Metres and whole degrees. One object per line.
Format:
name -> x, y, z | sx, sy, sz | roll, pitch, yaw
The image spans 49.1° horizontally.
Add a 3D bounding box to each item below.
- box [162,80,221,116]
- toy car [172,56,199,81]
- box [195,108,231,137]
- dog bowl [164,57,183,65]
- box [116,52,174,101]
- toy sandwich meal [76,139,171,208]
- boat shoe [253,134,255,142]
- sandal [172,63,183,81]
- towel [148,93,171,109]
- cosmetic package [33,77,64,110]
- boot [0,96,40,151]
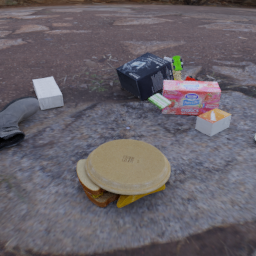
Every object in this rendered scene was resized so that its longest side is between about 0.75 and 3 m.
box -> 2.754, -1.353, 12.481 | 2.423, 1.243, 1.147 | 4, 31, 5
toy car -> 2.696, -2.864, 14.821 | 2.022, 1.903, 0.451 | -7, -10, -3
box -> 3.420, -0.249, 11.222 | 1.235, 0.602, 0.768 | -22, 37, -33
dog bowl -> 2.752, -3.978, 17.338 | 1.220, 0.481, 1.220 | 16, 19, -6
box -> 0.870, -2.672, 14.255 | 2.109, 1.238, 2.074 | -31, 39, -16
toy sandwich meal -> -0.091, 1.329, 8.328 | 2.777, 0.951, 2.777 | 3, 30, -2
boat shoe -> 5.004, 0.272, 10.585 | 0.405, 0.335, 1.083 | 30, 47, 16
sandal -> 2.415, -3.237, 15.903 | 1.121, 1.005, 3.057 | -7, 31, -11
towel -> 1.246, -1.045, 11.047 | 0.711, 0.146, 0.953 | 37, 34, 15
cosmetic package -> -3.950, -1.745, 13.717 | 1.058, 0.649, 2.564 | -12, 32, -19
boot -> -4.392, -0.089, 10.782 | 2.944, 1.028, 1.938 | -34, 46, -28
